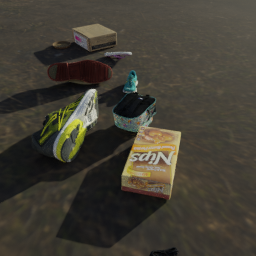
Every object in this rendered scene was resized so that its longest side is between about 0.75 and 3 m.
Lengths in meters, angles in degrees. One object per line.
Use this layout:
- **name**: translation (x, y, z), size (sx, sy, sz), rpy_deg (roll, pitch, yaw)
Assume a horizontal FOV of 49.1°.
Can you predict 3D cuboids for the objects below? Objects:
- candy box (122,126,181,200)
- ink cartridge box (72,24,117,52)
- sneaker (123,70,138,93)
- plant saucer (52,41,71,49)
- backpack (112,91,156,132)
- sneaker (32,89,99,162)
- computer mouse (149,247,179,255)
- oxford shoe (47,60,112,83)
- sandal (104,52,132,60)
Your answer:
- **candy box**: translation (0.621, 0.759, 6.850), size (1.114, 0.534, 1.930), rpy_deg (8, 37, 12)
- **ink cartridge box**: translation (-1.707, -4.586, 14.121), size (1.578, 0.719, 1.915), rpy_deg (-22, 41, -26)
- **sneaker**: translation (0.086, -1.663, 10.238), size (0.510, 0.524, 1.316), rpy_deg (2, 37, 4)
- **plant saucer**: translation (-3.316, -4.166, 14.049), size (0.918, 0.135, 0.918), rpy_deg (-1, 36, 0)
- **backpack**: translation (0.156, -0.404, 8.141), size (1.052, 0.917, 1.197), rpy_deg (20, 40, 26)
- **sneaker**: translation (-1.677, -0.289, 7.858), size (1.219, 1.072, 2.880), rpy_deg (8, 37, 11)
- **computer mouse**: translation (0.681, 2.440, 4.812), size (0.619, 0.203, 0.882), rpy_deg (-3, 35, -6)
- **oxford shoe**: translation (-1.814, -2.137, 10.604), size (2.409, 0.849, 0.901), rpy_deg (0, 8, -17)
- **sandal**: translation (-0.421, -3.250, 12.644), size (1.391, 0.342, 0.566), rpy_deg (8, 19, 33)
